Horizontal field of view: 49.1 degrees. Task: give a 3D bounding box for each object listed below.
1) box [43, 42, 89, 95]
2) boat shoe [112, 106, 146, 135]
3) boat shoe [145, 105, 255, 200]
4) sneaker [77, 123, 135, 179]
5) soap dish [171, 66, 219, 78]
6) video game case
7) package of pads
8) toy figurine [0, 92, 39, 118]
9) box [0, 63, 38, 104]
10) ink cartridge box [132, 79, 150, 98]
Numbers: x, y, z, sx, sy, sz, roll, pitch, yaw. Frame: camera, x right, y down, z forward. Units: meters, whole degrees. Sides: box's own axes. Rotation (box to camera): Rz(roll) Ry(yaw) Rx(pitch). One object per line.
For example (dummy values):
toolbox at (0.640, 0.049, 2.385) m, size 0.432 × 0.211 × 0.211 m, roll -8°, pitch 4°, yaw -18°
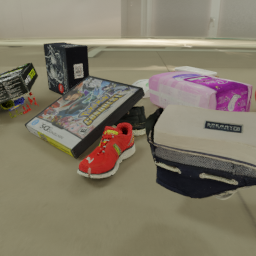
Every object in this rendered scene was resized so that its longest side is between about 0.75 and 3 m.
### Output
box at (-2.404, -2.323, 11.015) m, size 0.985 × 1.892 × 1.723 m, roll -18°, pitch 28°, yaw -37°
boat shoe at (-0.507, -0.514, 7.863) m, size 0.948 × 0.841 × 2.537 m, roll -19°, pitch 29°, yaw -40°
boat shoe at (1.474, 0.466, 3.676) m, size 2.513 × 1.166 × 0.938 m, roll 13°, pitch 42°, yaw 23°
sneaker at (-0.428, 0.378, 5.682) m, size 0.720 × 0.794 × 1.871 m, roll 9°, pitch 23°, yaw 21°
soap dish at (2.857, -2.167, 12.042) m, size 1.667 × 0.677 × 1.311 m, roll 20°, pitch 25°, yaw 33°
video game case at (-1.134, -0.456, 7.154) m, size 2.179 × 0.307 × 2.411 m, roll 20°, pitch 54°, yaw 42°
package of pads at (2.137, -1.048, 8.855) m, size 1.771 × 1.112 × 2.940 m, roll -15°, pitch 26°, yaw -27°
toy figurine at (-3.626, -0.660, 8.989) m, size 0.764 × 0.672 × 1.275 m, roll -22°, pitch 13°, yaw 35°
box at (-4.317, -1.174, 8.816) m, size 2.718 × 0.646 × 2.624 m, roll -22°, pitch 22°, yaw -2°
ink cartridge box at (0.481, -1.566, 11.100) m, size 1.864 × 0.467 × 1.500 m, roll -6°, pitch 22°, yaw -18°
